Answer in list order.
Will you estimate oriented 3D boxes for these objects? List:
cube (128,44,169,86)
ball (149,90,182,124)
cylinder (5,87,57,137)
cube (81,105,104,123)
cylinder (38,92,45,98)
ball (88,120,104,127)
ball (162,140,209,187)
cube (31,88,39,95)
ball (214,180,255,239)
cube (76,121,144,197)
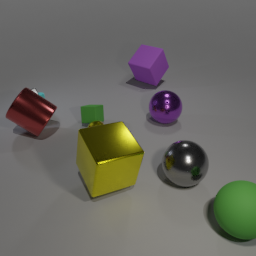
[{"bbox_3d":[1.110,-3.335,14.838,1.400,1.400,1.400,23,71,33],"label":"cube"},{"bbox_3d":[1.563,-0.871,11.696,1.400,1.400,1.400,0,31,0],"label":"ball"},{"bbox_3d":[-3.681,-0.610,10.752,1.400,1.400,1.400,34,28,-14],"label":"cylinder"},{"bbox_3d":[-1.473,-0.588,11.627,0.700,0.700,0.700,2,11,23],"label":"cube"},{"bbox_3d":[-4.127,-1.202,12.807,0.700,0.700,0.700,-5,20,2],"label":"cylinder"},{"bbox_3d":[-1.217,0.051,10.848,0.700,0.700,0.700,0,31,0],"label":"ball"},{"bbox_3d":[1.728,1.067,8.494,1.400,1.400,1.400,0,31,0],"label":"ball"},{"bbox_3d":[-4.086,-1.160,11.923,0.700,0.700,0.700,-26,83,-15],"label":"cube"},{"bbox_3d":[2.849,2.006,6.931,1.400,1.400,1.400,0,31,0],"label":"ball"},{"bbox_3d":[-0.571,0.853,8.000,1.400,1.400,1.400,-11,45,-27],"label":"cube"}]
